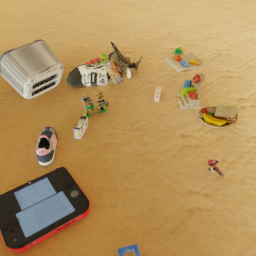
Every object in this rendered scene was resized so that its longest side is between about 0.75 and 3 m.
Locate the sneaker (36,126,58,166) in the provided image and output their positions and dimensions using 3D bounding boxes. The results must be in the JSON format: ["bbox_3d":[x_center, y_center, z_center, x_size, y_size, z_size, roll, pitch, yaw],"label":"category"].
[{"bbox_3d":[-2.974,0.439,10.279,0.685,0.800,1.951,-7,41,-8],"label":"sneaker"}]

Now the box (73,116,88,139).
[{"bbox_3d":[-1.859,-0.024,11.069,0.261,0.507,0.870,11,40,9],"label":"box"}]

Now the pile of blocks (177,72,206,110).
[{"bbox_3d":[2.959,-1.952,13.069,1.132,0.857,2.758,11,41,13],"label":"pile of blocks"}]

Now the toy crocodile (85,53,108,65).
[{"bbox_3d":[-1.839,-3.377,14.930,0.693,0.633,2.052,30,49,31],"label":"toy crocodile"}]

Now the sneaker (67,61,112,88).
[{"bbox_3d":[-1.583,-2.533,13.627,2.746,1.018,1.215,-22,43,-23],"label":"sneaker"}]

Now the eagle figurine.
[{"bbox_3d":[-0.269,-3.501,14.453,1.801,1.367,1.359,21,23,-4],"label":"eagle figurine"}]

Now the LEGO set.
[{"bbox_3d":[-1.501,-1.034,11.922,1.243,0.956,0.720,-23,61,-15],"label":"LEGO set"}]

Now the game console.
[{"bbox_3d":[-2.611,2.302,8.409,2.485,0.386,2.198,-23,46,-26],"label":"game console"}]

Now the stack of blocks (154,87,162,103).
[{"bbox_3d":[1.390,-1.598,12.947,0.241,0.473,0.821,7,40,8],"label":"stack of blocks"}]

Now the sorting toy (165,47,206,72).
[{"bbox_3d":[3.039,-3.969,15.847,1.742,0.347,2.357,-16,43,-17],"label":"sorting toy"}]

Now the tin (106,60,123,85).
[{"bbox_3d":[-0.612,-2.560,12.883,0.244,0.653,1.167,-23,85,-44],"label":"tin"}]

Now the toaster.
[{"bbox_3d":[-4.436,-2.666,12.930,1.928,1.696,2.984,46,52,10],"label":"toaster"}]

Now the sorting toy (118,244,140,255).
[{"bbox_3d":[0.338,4.123,6.262,1.669,0.404,2.965,-22,44,-17],"label":"sorting toy"}]

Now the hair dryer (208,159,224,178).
[{"bbox_3d":[2.922,1.276,9.272,0.617,0.810,0.220,27,66,38],"label":"hair dryer"}]

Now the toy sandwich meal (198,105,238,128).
[{"bbox_3d":[3.747,-0.581,11.675,1.623,0.556,1.623,0,40,0],"label":"toy sandwich meal"}]
